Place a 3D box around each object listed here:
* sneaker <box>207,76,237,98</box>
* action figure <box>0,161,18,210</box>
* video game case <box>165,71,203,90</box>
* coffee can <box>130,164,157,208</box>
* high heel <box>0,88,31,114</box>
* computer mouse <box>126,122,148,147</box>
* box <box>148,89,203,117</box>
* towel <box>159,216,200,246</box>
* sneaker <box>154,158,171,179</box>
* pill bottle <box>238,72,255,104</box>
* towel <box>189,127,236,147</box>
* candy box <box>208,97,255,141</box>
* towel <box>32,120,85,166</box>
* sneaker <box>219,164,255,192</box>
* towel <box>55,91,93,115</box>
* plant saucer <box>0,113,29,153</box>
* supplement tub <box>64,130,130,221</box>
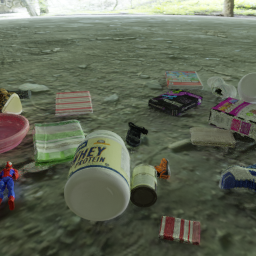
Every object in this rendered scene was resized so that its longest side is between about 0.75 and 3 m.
[{"bbox_3d":[4.774,-2.180,14.872,0.859,0.754,2.145,-12,31,-16],"label":"sneaker"},{"bbox_3d":[-3.556,1.588,8.197,0.656,0.518,2.005,-11,27,-14],"label":"action figure"},{"bbox_3d":[3.284,-2.896,16.720,1.955,0.239,2.734,2,28,3],"label":"video game case"},{"bbox_3d":[0.450,1.594,7.848,0.740,0.740,1.011,2,29,4],"label":"coffee can"},{"bbox_3d":[-5.854,-1.142,12.767,2.018,1.011,2.830,-2,22,3],"label":"high heel"},{"bbox_3d":[0.251,0.342,10.528,0.877,0.334,1.267,26,36,-3],"label":"computer mouse"},{"bbox_3d":[2.306,-1.286,13.562,2.254,0.407,1.612,-26,38,-37],"label":"box"},{"bbox_3d":[1.275,2.487,6.878,0.970,0.110,0.699,6,28,12],"label":"towel"},{"bbox_3d":[1.024,1.231,8.852,0.521,0.361,0.930,11,27,-7],"label":"sneaker"},{"bbox_3d":[5.627,-1.711,12.460,1.341,1.341,2.407,16,5,26],"label":"pill bottle"},{"bbox_3d":[3.208,0.333,10.687,1.630,0.281,1.080,3,28,6],"label":"towel"},{"bbox_3d":[4.886,-0.358,11.419,2.580,0.787,1.759,24,36,37],"label":"candy box"},{"bbox_3d":[-2.545,0.433,10.391,1.915,0.394,2.568,-10,30,-16],"label":"towel"},{"bbox_3d":[3.522,1.529,8.104,1.559,0.630,0.900,-7,27,-17],"label":"sneaker"},{"bbox_3d":[-2.622,-1.189,13.519,1.697,0.347,2.319,-5,31,-10],"label":"towel"},{"bbox_3d":[-5.015,0.248,10.455,2.583,0.655,2.583,0,27,0],"label":"plant saucer"},{"bbox_3d":[-0.754,1.189,7.676,1.622,1.622,2.237,0,29,0],"label":"supplement tub"}]
